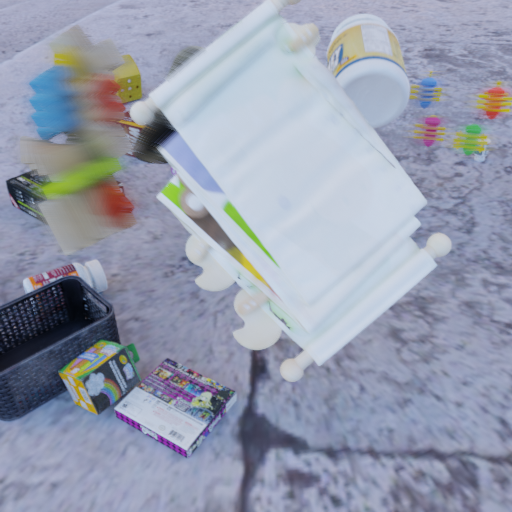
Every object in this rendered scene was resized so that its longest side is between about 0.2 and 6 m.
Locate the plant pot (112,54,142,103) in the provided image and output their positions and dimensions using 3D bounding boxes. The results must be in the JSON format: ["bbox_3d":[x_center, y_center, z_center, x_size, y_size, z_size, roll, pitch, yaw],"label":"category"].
[{"bbox_3d":[-4.307,-5.576,17.963,1.250,1.250,1.103,-24,49,-30],"label":"plant pot"}]

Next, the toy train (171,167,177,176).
[{"bbox_3d":[-1.271,-2.573,14.182,2.250,0.626,1.690,10,37,15],"label":"toy train"}]

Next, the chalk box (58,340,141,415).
[{"bbox_3d":[-2.150,1.657,8.066,0.643,0.648,1.038,4,30,42],"label":"chalk box"}]

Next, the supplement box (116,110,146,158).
[{"bbox_3d":[-2.866,-3.299,14.940,1.373,0.924,1.392,19,39,24],"label":"supplement box"}]

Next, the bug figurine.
[{"bbox_3d":[4.333,-3.081,12.170,2.083,1.615,0.536,16,10,19],"label":"bug figurine"}]

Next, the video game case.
[{"bbox_3d":[-1.127,2.105,7.943,1.296,0.232,1.175,19,40,25],"label":"video game case"}]

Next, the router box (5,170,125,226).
[{"bbox_3d":[-4.224,-1.373,12.450,2.141,0.665,1.604,26,43,30],"label":"router box"}]

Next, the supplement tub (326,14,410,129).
[{"bbox_3d":[2.105,-3.585,10.817,1.454,1.454,2.009,1,51,1],"label":"supplement tub"}]

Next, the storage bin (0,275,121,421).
[{"bbox_3d":[-3.227,1.318,8.445,2.035,0.954,1.375,-30,45,-34],"label":"storage bin"}]

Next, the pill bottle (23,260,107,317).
[{"bbox_3d":[-3.308,0.530,9.761,1.277,0.700,0.700,-20,40,-26],"label":"pill bottle"}]

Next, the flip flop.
[{"bbox_3d":[-1.463,-2.656,10.006,1.027,2.534,0.729,6,45,-29],"label":"flip flop"}]

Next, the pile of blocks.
[{"bbox_3d":[-2.675,-2.001,8.735,1.193,3.840,1.576,-16,-11,37],"label":"pile of blocks"}]

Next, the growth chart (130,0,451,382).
[{"bbox_3d":[0.330,-0.836,6.962,3.083,4.261,0.378,-32,0,3],"label":"growth chart"}]

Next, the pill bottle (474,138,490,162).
[{"bbox_3d":[5.817,-2.740,14.466,0.337,0.564,0.337,0,35,0],"label":"pill bottle"}]

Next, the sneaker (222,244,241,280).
[{"bbox_3d":[-0.405,-0.805,11.124,1.092,1.285,2.935,-15,39,-20],"label":"sneaker"}]
